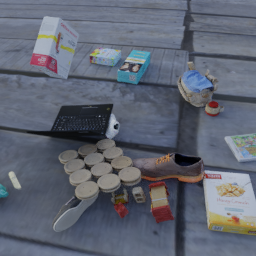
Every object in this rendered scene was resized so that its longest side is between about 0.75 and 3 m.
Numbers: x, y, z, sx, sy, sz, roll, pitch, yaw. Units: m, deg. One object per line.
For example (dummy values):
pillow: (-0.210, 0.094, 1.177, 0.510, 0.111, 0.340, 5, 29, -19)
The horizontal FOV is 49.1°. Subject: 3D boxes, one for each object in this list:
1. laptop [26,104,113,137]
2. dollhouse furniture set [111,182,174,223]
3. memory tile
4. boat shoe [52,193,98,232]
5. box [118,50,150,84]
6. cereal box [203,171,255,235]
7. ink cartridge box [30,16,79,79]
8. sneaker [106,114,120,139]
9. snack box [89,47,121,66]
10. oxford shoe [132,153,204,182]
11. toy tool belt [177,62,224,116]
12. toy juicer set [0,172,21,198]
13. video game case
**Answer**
laptop: (-2.075, -0.412, 10.709, 2.414, 1.407, 2.724, -1, 47, 14)
dollhouse furniture set: (0.408, 2.320, 8.414, 1.753, 0.713, 0.943, -13, 39, 11)
memory tile: (-1.010, 1.280, 9.454, 2.172, 0.238, 2.834, -18, 30, -19)
boat shoe: (-1.629, 2.365, 8.348, 0.505, 0.593, 1.774, 14, 35, 35)
box: (0.365, -3.349, 15.170, 1.082, 0.646, 2.629, 12, 41, 14)
cereal box: (3.132, 2.215, 8.597, 1.463, 0.402, 2.033, 4, 40, 5)
ink cartridge box: (-2.721, -2.989, 10.555, 0.791, 1.377, 1.897, 13, 86, 23)
sneaker: (-0.551, -0.139, 11.257, 0.647, 0.486, 1.298, -34, 38, 28)
snack box: (-1.297, -4.153, 16.257, 1.503, 0.508, 1.267, 13, 41, 13)
oxford shoe: (1.252, 1.177, 9.401, 2.531, 0.923, 0.902, 1, 40, 9)
toy tool belt: (3.302, -1.828, 12.591, 1.593, 1.568, 2.551, -15, 42, -18)
toy juicer set: (-4.263, 1.937, 8.942, 1.935, 0.526, 1.231, -13, 25, -7)
video game case: (4.601, 0.717, 10.618, 1.424, 0.157, 1.296, -5, 40, -7)
